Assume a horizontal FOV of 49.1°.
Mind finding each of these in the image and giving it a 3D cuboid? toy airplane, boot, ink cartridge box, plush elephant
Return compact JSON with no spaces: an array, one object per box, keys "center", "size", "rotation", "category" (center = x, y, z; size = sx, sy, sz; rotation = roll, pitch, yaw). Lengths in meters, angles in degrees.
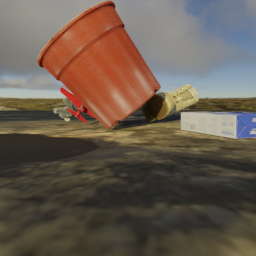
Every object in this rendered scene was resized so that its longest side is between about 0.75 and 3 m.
[{"center":[-1.582,-0.614,9.330],"size":[1.888,0.347,1.888],"rotation":[30,-16,10],"category":"toy airplane"},{"center":[1.703,-1.009,10.183],"size":[2.027,0.949,2.608],"rotation":[-24,-5,-11],"category":"boot"},{"center":[2.269,-0.120,6.695],"size":[1.074,0.505,2.285],"rotation":[-2,5,-17],"category":"ink cartridge box"},{"center":[-2.469,-0.689,11.350],"size":[0.941,0.775,0.729],"rotation":[33,-15,-19],"category":"plush elephant"}]

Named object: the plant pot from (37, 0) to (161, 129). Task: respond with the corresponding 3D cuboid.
[{"center":[-0.589,-1.458,7.394],"size":[2.524,2.455,2.524],"rotation":[-38,7,5],"category":"plant pot"}]
